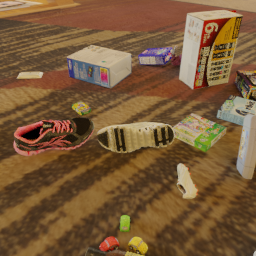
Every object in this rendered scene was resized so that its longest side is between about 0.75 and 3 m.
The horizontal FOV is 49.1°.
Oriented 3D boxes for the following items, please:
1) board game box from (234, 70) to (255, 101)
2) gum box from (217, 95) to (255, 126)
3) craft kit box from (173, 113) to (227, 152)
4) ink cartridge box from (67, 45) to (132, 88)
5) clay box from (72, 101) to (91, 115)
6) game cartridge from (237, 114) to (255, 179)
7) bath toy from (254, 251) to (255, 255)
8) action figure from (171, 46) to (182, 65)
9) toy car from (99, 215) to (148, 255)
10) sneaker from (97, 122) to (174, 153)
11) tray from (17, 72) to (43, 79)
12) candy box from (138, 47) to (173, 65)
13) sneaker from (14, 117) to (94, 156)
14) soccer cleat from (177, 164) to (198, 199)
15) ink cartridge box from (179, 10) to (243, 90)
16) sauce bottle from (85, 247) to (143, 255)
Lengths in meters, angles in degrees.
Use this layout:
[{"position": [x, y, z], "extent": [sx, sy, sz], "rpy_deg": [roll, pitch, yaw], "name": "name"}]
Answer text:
[{"position": [5.839, -1.725, 11.552], "extent": [2.315, 0.656, 1.914], "rpy_deg": [1, 33, 1], "name": "board game box"}, {"position": [4.283, -0.572, 10.148], "extent": [1.660, 0.370, 1.411], "rpy_deg": [21, 40, 27], "name": "gum box"}, {"position": [2.323, 0.110, 9.254], "extent": [1.343, 0.326, 1.326], "rpy_deg": [27, 46, 33], "name": "craft kit box"}, {"position": [-1.463, -2.936, 12.899], "extent": [2.777, 1.060, 1.894], "rpy_deg": [21, 40, 24], "name": "ink cartridge box"}, {"position": [-1.783, -0.769, 10.589], "extent": [0.441, 0.183, 0.767], "rpy_deg": [-24, 43, -32], "name": "clay box"}, {"position": [3.158, 0.455, 7.321], "extent": [0.337, 1.625, 1.082], "rpy_deg": [9, 6, 17], "name": "game cartridge"}, {"position": [3.571, 2.876, 4.803], "extent": [2.714, 1.003, 1.180], "rpy_deg": [12, -8, 14], "name": "bath toy"}, {"position": [2.655, -3.310, 13.779], "extent": [1.137, 1.264, 1.697], "rpy_deg": [13, -6, -33], "name": "action figure"}, {"position": [-0.083, 2.295, 6.174], "extent": [1.027, 0.229, 0.967], "rpy_deg": [2, 35, 0], "name": "toy car"}, {"position": [0.223, 0.216, 8.766], "extent": [2.339, 0.879, 0.948], "rpy_deg": [-2, 17, -2], "name": "sneaker"}, {"position": [-4.581, -2.492, 13.101], "extent": [1.107, 0.123, 0.594], "rpy_deg": [-2, 34, -3], "name": "tray"}, {"position": [1.410, -3.630, 14.165], "extent": [1.412, 0.544, 1.194], "rpy_deg": [8, 36, 29], "name": "candy box"}, {"position": [-2.179, 0.116, 8.290], "extent": [2.460, 1.173, 0.972], "rpy_deg": [-16, 67, -15], "name": "sneaker"}, {"position": [1.462, 1.370, 7.392], "extent": [0.438, 0.392, 1.130], "rpy_deg": [-9, 39, -8], "name": "soccer cleat"}, {"position": [3.697, -3.370, 11.925], "extent": [2.536, 2.888, 1.211], "rpy_deg": [-14, 37, -19], "name": "ink cartridge box"}, {"position": [-0.005, 2.683, 5.397], "extent": [1.692, 0.548, 0.548], "rpy_deg": [7, 36, 15], "name": "sauce bottle"}]
